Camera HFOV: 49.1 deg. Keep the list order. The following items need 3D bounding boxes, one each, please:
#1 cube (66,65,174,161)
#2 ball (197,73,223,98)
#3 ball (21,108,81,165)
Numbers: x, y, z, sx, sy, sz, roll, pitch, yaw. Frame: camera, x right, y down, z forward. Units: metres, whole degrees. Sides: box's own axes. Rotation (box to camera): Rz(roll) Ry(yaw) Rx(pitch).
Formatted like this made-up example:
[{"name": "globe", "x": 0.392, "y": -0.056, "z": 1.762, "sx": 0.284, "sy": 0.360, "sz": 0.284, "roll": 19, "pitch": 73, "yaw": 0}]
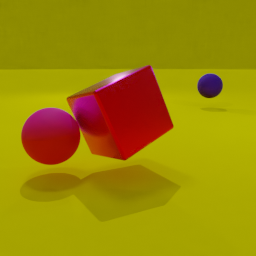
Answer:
[{"name": "cube", "x": -0.119, "y": -0.214, "z": 3.920, "sx": 0.939, "sy": 0.939, "sz": 0.939, "roll": -31, "pitch": 17, "yaw": -29}, {"name": "ball", "x": 2.945, "y": -1.513, "z": 10.074, "sx": 0.888, "sy": 0.888, "sz": 0.888, "roll": 0, "pitch": 13, "yaw": 0}, {"name": "ball", "x": -1.055, "y": 0.113, "z": 3.867, "sx": 0.790, "sy": 0.790, "sz": 0.790, "roll": 0, "pitch": 13, "yaw": 0}]
